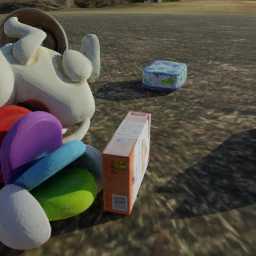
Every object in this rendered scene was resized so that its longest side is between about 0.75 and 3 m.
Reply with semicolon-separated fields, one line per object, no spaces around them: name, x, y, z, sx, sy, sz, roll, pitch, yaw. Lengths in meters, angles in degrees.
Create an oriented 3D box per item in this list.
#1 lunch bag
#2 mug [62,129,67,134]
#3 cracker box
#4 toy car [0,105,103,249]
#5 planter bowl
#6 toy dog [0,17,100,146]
lunch bag;1.477;-2.124;11.284;1.598;0.820;1.988;11;29;17
mug;-2.351;-0.217;7.400;1.438;1.752;1.403;15;-3;9
cracker box;0.028;0.586;5.493;0.529;1.228;1.834;6;28;13
toy car;-1.672;0.556;4.844;2.511;1.883;2.197;16;31;29
planter bowl;-3.959;-3.690;12.334;2.866;2.866;1.929;-1;20;-1
toy dog;-2.064;-0.824;5.506;2.582;2.504;1.802;2;-13;-35
